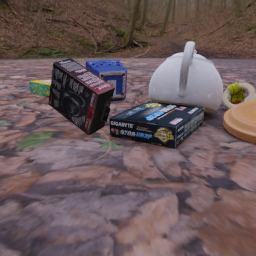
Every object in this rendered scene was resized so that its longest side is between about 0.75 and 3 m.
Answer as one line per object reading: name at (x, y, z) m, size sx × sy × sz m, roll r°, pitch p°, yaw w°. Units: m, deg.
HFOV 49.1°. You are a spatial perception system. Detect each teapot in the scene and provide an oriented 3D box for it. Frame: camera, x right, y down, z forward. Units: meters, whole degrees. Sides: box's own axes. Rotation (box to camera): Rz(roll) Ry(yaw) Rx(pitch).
teapot at (2.207, -1.878, 10.461) m, size 2.940 × 2.175 × 2.978 m, roll 7°, pitch 4°, yaw -31°

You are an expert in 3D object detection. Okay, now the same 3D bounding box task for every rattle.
rattle at (4.811, -0.817, 11.238) m, size 1.351 × 1.483 × 2.076 m, roll -38°, pitch 46°, yaw -12°

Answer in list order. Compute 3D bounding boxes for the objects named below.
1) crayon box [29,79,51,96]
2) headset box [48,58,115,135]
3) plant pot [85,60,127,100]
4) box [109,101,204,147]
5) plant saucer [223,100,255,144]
crayon box at (-4.170, -2.177, 15.039) m, size 2.166 × 0.631 × 1.287 m, roll 16°, pitch 23°, yaw 41°
headset box at (-0.755, -0.493, 4.612) m, size 1.127 × 0.838 × 0.435 m, roll 34°, pitch 39°, yaw 20°
plant pot at (-1.001, -2.240, 13.517) m, size 1.806 × 1.806 × 1.623 m, roll -7°, pitch 26°, yaw -22°
box at (0.985, -0.228, 8.796) m, size 2.109 × 0.610 × 2.653 m, roll 10°, pitch 20°, yaw 29°
plant saucer at (4.468, -0.301, 8.528) m, size 2.964 × 0.478 × 2.964 m, roll -5°, pitch 25°, yaw 2°
